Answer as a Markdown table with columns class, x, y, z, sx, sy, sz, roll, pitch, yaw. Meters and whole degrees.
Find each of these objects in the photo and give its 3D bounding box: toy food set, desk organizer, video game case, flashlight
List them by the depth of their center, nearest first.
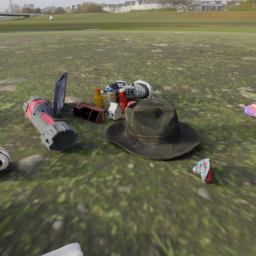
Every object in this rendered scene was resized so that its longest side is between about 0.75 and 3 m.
| class | x | y | z | sx | sy | sz | roll | pitch | yaw |
| --- | --- | --- | --- | --- | --- | --- | --- | --- | --- |
| flashlight | -2.378 | -0.191 | 8.535 | 0.939 | 0.936 | 2.764 | 19 | 8 | -42 |
| desk organizer | -1.389 | -0.531 | 9.875 | 1.205 | 0.432 | 0.464 | 19 | 32 | 38 |
| toy food set | -0.366 | -0.921 | 10.001 | 0.930 | 0.877 | 1.948 | -23 | 29 | -34 |
| video game case | -2.539 | -1.265 | 10.495 | 0.168 | 1.265 | 1.771 | 9 | 23 | -7 |

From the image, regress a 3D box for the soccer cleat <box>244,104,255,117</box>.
| class | x | y | z | sx | sy | sz | roll | pitch | yaw |
| --- | --- | --- | --- | --- | --- | --- | --- | --- | --- |
| soccer cleat | 4.814 | -0.490 | 9.740 | 1.489 | 0.508 | 0.545 | 14 | 36 | 28 |

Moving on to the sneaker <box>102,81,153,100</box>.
| class | x | y | z | sx | sy | sz | roll | pitch | yaw |
| --- | --- | --- | --- | --- | --- | --- | --- | --- | --- |
| sneaker | -0.090 | -1.477 | 11.634 | 2.139 | 0.807 | 1.217 | 12 | 26 | 38 |

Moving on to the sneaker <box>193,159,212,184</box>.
| class | x | y | z | sx | sy | sz | roll | pitch | yaw |
| --- | --- | --- | --- | --- | --- | --- | --- | --- | --- |
| sneaker | 1.729 | 1.037 | 6.514 | 0.424 | 0.352 | 0.888 | -11 | 16 | 20 |

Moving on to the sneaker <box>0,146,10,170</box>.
| class | x | y | z | sx | sy | sz | roll | pitch | yaw |
| --- | --- | --- | --- | --- | --- | --- | --- | --- | --- |
| sneaker | -3.709 | 0.813 | 6.475 | 1.790 | 0.671 | 0.806 | -11 | 19 | -21 |

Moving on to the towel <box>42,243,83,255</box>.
| class | x | y | z | sx | sy | sz | roll | pitch | yaw |
| --- | --- | --- | --- | --- | --- | --- | --- | --- | --- |
| towel | -1.352 | 2.459 | 3.087 | 2.345 | 0.378 | 2.240 | -10 | 26 | -20 |

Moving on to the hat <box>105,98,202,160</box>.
| class | x | y | z | sx | sy | sz | roll | pitch | yaw |
| --- | --- | --- | --- | --- | --- | --- | --- | --- | --- |
| hat | 0.761 | -0.249 | 8.299 | 2.928 | 1.181 | 2.928 | 1 | 22 | 0 |
